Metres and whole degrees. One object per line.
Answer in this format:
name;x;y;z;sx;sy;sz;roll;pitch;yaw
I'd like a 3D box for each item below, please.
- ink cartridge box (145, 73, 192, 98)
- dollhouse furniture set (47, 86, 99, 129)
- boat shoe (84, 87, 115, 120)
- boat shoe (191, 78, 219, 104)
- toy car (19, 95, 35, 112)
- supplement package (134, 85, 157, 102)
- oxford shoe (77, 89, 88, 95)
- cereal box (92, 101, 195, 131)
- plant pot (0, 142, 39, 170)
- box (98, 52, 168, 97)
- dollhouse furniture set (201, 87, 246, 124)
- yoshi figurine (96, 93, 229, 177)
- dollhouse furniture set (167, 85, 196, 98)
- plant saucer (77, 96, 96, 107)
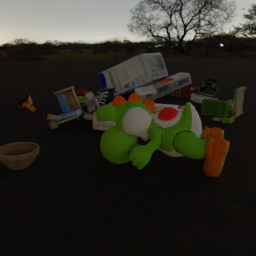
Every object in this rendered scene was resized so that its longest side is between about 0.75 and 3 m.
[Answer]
ink cartridge box;1.718;-2.336;14.503;2.080;0.643;2.565;-24;24;-15
dollhouse furniture set;-1.835;-0.764;8.980;1.423;0.984;1.508;-18;14;8
boat shoe;-1.047;-0.963;10.385;0.773;0.960;2.069;5;17;16
boat shoe;3.140;-1.496;11.189;1.007;0.831;2.934;15;18;14
toy car;-4.086;-0.856;11.416;0.431;0.635;1.295;41;10;-38
supplement package;0.742;-1.462;12.102;0.859;0.489;0.470;-12;54;-10
oxford shoe;-2.357;-1.804;14.517;0.334;0.328;0.921;27;-8;-37
cereal box;0.599;-0.356;8.993;2.944;0.582;2.118;4;17;14
plant pot;-2.366;0.629;6.045;0.888;0.410;0.888;1;17;0
box;0.309;-2.603;13.779;2.562;1.344;2.356;-17;6;30
dollhouse furniture set;3.359;-0.811;9.741;0.824;1.066;2.133;11;21;35
yoshi figurine;0.580;0.356;6.088;2.802;1.575;1.569;17;60;7
dollhouse furniture set;2.708;-1.899;14.254;1.316;0.535;0.708;12;20;35
plant saucer;-1.746;-1.175;12.354;1.601;0.249;1.601;0;16;0
